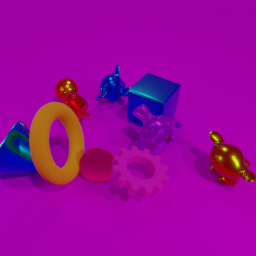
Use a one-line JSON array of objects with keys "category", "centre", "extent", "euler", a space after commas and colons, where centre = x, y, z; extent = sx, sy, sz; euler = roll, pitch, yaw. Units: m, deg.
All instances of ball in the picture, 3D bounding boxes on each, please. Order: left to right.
[{"category": "ball", "centre": [-1.948, -1.212, 8.897], "extent": [0.757, 0.757, 0.757], "euler": [0, 39, 0]}]

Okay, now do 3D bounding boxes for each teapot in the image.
[{"category": "teapot", "centre": [-1.441, -0.512, 7.828], "extent": [0.689, 0.875, 1.406], "euler": [29, 1, 12]}]

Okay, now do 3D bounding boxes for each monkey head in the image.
[{"category": "monkey head", "centre": [-0.415, -1.286, 8.772], "extent": [0.973, 0.815, 1.352], "euler": [11, 66, 55]}, {"category": "monkey head", "centre": [0.623, 0.033, 7.117], "extent": [1.641, 0.989, 1.180], "euler": [-34, 62, -15]}, {"category": "monkey head", "centre": [2.408, 0.732, 6.420], "extent": [1.055, 0.884, 1.467], "euler": [-17, 51, -17]}]

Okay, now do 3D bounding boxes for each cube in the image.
[{"category": "cube", "centre": [0.718, -0.729, 7.991], "extent": [1.097, 1.097, 1.097], "euler": [25, 47, 21]}]

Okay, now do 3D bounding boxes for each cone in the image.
[{"category": "cone", "centre": [-2.204, 0.740, 6.629], "extent": [1.405, 1.400, 1.400], "euler": [26, 39, -10]}, {"category": "cone", "centre": [-0.691, 0.763, 6.811], "extent": [0.850, 0.850, 0.853], "euler": [0, 13, 0]}]

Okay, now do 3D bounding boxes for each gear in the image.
[{"category": "gear", "centre": [0.258, 0.932, 6.136], "extent": [1.255, 0.232, 1.255], "euler": [11, 40, -9]}]

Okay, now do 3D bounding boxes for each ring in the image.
[{"category": "ring", "centre": [-1.489, 0.331, 6.135], "extent": [0.362, 1.811, 1.811], "euler": [-7, 37, 19]}]
